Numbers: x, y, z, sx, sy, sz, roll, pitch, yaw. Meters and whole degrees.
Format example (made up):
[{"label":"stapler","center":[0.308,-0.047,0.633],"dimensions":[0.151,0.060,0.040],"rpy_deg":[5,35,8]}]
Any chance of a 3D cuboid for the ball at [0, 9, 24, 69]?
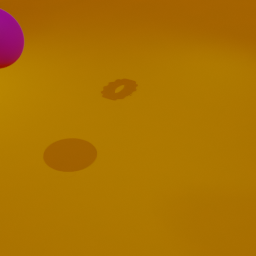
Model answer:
[{"label":"ball","center":[-2.534,-1.671,5.237],"dimensions":[1.116,1.116,1.116],"rpy_deg":[0,37,0]}]
